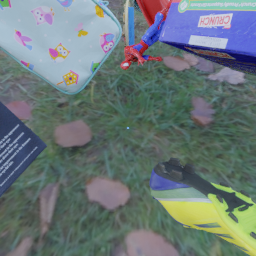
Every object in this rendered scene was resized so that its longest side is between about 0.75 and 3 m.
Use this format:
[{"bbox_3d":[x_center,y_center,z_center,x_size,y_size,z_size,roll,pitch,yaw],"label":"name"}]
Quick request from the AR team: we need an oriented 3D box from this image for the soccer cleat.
[{"bbox_3d":[0.910,0.962,3.225,0.548,0.709,1.695,-12,29,-38],"label":"soccer cleat"}]

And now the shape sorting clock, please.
[{"bbox_3d":[0.005,-2.694,8.018,0.347,1.768,1.768,-1,45,1],"label":"shape sorting clock"}]

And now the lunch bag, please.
[{"bbox_3d":[-1.712,-2.382,6.513,2.380,2.968,1.144,-53,24,4],"label":"lunch bag"}]

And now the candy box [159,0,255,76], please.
[{"bbox_3d":[2.460,-1.660,5.424,2.825,1.088,2.389,5,17,-39],"label":"candy box"}]

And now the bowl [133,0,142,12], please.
[{"bbox_3d":[0.533,-4.676,9.893,0.965,0.965,0.505,-17,63,-17],"label":"bowl"}]

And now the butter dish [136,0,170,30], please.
[{"bbox_3d":[1.405,-4.029,8.812,1.828,1.352,1.823,-21,80,-23],"label":"butter dish"}]

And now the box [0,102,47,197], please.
[{"bbox_3d":[-2.627,0.195,4.796,0.978,1.874,1.387,-10,36,56],"label":"box"}]

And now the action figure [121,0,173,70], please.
[{"bbox_3d":[0.631,-1.944,6.422,1.894,0.618,0.937,-44,56,7],"label":"action figure"}]
